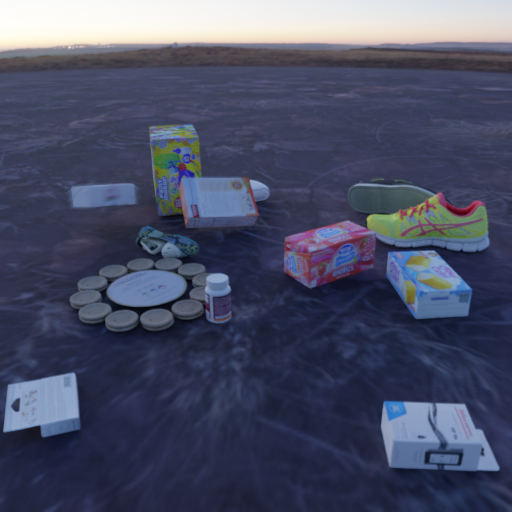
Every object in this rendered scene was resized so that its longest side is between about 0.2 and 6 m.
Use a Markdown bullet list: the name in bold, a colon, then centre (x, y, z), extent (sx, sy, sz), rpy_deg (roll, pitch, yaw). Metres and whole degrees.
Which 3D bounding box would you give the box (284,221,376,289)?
- **box**: centre (1.438, -0.062, 10.913), extent (1.659, 0.785, 0.851), rpy_deg (-15, 28, -30)

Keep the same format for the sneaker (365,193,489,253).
- **sneaker**: centre (3.701, -0.827, 12.148), extent (2.619, 1.183, 1.024), rpy_deg (4, 26, 11)

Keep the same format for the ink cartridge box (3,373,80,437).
- **ink cartridge box**: centre (-2.729, 1.931, 7.173), extent (0.855, 0.215, 0.985), rpy_deg (-9, 25, -17)

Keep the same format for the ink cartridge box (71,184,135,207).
- **ink cartridge box**: centre (-3.584, -1.413, 13.132), extent (1.186, 0.502, 0.857), rpy_deg (-9, 9, -44)

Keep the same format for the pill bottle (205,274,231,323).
- **pill bottle**: centre (-0.630, 0.699, 9.268), extent (0.423, 0.742, 0.423), rpy_deg (0, 24, 0)

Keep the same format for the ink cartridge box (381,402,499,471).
- **ink cartridge box**: centre (2.144, 2.097, 6.546), extent (1.231, 0.417, 0.714), rpy_deg (1, 24, 3)

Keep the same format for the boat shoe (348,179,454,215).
- **boat shoe**: centre (3.585, -1.384, 13.625), extent (2.747, 0.979, 0.827), rpy_deg (18, 34, 40)

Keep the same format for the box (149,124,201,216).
- **box**: centre (-2.062, -2.229, 14.321), extent (1.164, 1.909, 1.839), rpy_deg (-6, 24, -9)

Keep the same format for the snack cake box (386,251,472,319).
- **snack cake box**: centre (3.034, 0.477, 10.003), extent (0.931, 0.544, 1.619), rpy_deg (-4, 25, -5)

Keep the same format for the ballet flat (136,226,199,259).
- **ballet flat**: centre (-1.897, -0.185, 11.678), extent (1.563, 0.580, 0.580), rpy_deg (15, 28, 35)

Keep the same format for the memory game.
- **memory game**: centre (-1.966, 0.644, 10.099), extent (2.695, 0.172, 2.695), rpy_deg (0, 25, 0)

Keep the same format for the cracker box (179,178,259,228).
- **cracker box**: centre (-0.888, -1.251, 13.101), extent (1.679, 0.484, 1.125), rpy_deg (-2, 60, -20)

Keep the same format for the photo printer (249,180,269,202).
- **photo printer**: centre (-0.295, -1.728, 15.094), extent (1.177, 0.409, 0.979), rpy_deg (-14, 26, -29)
